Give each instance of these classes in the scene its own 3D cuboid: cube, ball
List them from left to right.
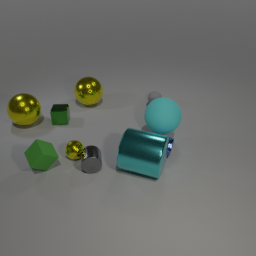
[{"bbox_3d":[-4.425,-0.793,11.967,1.400,1.400,1.400,0,31,0],"label":"ball"},{"bbox_3d":[-2.896,0.905,9.384,0.700,0.700,0.700,25,23,-54],"label":"cube"},{"bbox_3d":[-2.965,-0.595,12.320,0.700,0.700,0.700,-1,31,-2],"label":"cube"},{"bbox_3d":[-1.915,0.784,10.070,0.700,0.700,0.700,0,31,0],"label":"ball"},{"bbox_3d":[-1.912,-1.791,13.612,1.400,1.400,1.400,0,31,0],"label":"ball"},{"bbox_3d":[1.307,-1.441,13.612,0.700,0.700,0.700,0,31,0],"label":"ball"},{"bbox_3d":[1.329,-0.460,10.684,1.400,1.400,1.400,0,31,0],"label":"ball"}]

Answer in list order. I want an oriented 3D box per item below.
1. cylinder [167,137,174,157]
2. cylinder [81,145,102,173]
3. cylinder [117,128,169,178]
[{"bbox_3d":[1.245,0.624,10.196,0.700,0.700,0.700,16,34,7],"label":"cylinder"},{"bbox_3d":[-1.252,1.068,9.571,0.700,0.700,0.700,-4,32,-6],"label":"cylinder"},{"bbox_3d":[0.518,0.810,9.250,1.400,1.400,1.400,13,33,15],"label":"cylinder"}]
